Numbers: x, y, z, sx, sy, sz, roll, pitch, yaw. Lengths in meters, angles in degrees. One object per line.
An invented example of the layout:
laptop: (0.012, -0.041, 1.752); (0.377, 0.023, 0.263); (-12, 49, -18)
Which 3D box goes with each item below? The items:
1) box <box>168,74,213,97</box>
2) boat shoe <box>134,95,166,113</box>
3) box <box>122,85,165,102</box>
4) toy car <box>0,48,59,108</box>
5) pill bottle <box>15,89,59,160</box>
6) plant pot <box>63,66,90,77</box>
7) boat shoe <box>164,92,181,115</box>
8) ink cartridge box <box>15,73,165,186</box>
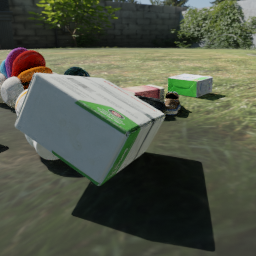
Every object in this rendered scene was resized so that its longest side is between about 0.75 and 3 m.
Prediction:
box: (2.945, -2.025, 13.280); (1.433, 0.785, 1.624); (-20, 27, -40)
boat shoe: (0.276, -0.728, 9.536); (2.164, 0.809, 0.717); (6, 5, -10)
box: (0.553, -1.137, 10.680); (1.469, 0.800, 0.939); (-14, 24, -34)
toy car: (-4.173, -2.131, 11.437); (2.911, 2.183, 2.548); (17, 26, 40)
pill bottle: (-2.059, -0.148, 6.992); (1.143, 1.143, 1.963); (-11, 37, -28)
plant pot: (-2.331, -2.249, 13.336); (1.275, 1.275, 1.023); (3, 9, 8)
boat shoe: (1.701, -1.033, 10.615); (0.650, 0.651, 1.799); (2, 20, 7)
ink cartridge box: (-0.548, -0.165, 5.834); (1.995, 1.130, 2.721); (32, 17, 14)
